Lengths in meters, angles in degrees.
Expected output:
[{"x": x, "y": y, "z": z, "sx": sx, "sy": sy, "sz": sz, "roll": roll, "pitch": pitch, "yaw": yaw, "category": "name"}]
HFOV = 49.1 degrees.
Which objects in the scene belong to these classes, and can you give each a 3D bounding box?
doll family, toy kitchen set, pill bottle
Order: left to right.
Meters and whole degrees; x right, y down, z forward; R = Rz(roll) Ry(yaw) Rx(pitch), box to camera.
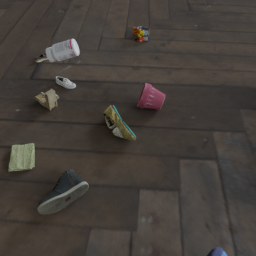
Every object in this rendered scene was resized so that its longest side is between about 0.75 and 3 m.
[{"x": -2.833, "y": -1.236, "z": 10.038, "sx": 0.832, "sy": 0.750, "sz": 0.679, "roll": 33, "pitch": 53, "yaw": 23, "category": "toy kitchen set"}, {"x": -2.204, "y": -2.591, "z": 9.436, "sx": 1.007, "sy": 0.571, "sz": 0.571, "roll": -13, "pitch": 45, "yaw": 10, "category": "pill bottle"}, {"x": 0.624, "y": -4.658, "z": 13.479, "sx": 0.783, "sy": 0.568, "sz": 1.261, "roll": 2, "pitch": 46, "yaw": 2, "category": "doll family"}]

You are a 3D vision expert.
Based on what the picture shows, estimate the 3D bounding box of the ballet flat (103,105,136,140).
[{"x": -0.333, "y": -0.074, "z": 9.123, "sx": 0.602, "sy": 0.602, "sz": 1.703, "roll": -20, "pitch": 50, "yaw": -19, "category": "ballet flat"}]

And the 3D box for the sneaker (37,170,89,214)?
[{"x": -1.833, "y": 1.688, "z": 7.446, "sx": 1.424, "sy": 0.532, "sz": 0.756, "roll": -25, "pitch": 44, "yaw": -32, "category": "sneaker"}]

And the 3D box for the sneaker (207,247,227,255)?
[{"x": 1.612, "y": 3.724, "z": 5.065, "sx": 1.205, "sy": 1.083, "sz": 2.930, "roll": 13, "pitch": 56, "yaw": 14, "category": "sneaker"}]

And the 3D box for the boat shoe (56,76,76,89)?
[{"x": -2.441, "y": -1.779, "z": 10.886, "sx": 0.895, "sy": 0.292, "sz": 0.329, "roll": 17, "pitch": 48, "yaw": 16, "category": "boat shoe"}]

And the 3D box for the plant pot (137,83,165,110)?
[{"x": 0.833, "y": -1.036, "z": 9.845, "sx": 0.802, "sy": 0.896, "sz": 0.896, "roll": 20, "pitch": 47, "yaw": -3, "category": "plant pot"}]

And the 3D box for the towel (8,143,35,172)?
[{"x": -3.170, "y": 0.866, "z": 8.405, "sx": 0.741, "sy": 0.182, "sz": 0.998, "roll": -6, "pitch": 46, "yaw": -7, "category": "towel"}]

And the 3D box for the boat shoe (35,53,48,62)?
[{"x": -3.687, "y": -3.115, "z": 12.203, "sx": 0.793, "sy": 0.257, "sz": 0.285, "roll": -34, "pitch": 55, "yaw": -28, "category": "boat shoe"}]
